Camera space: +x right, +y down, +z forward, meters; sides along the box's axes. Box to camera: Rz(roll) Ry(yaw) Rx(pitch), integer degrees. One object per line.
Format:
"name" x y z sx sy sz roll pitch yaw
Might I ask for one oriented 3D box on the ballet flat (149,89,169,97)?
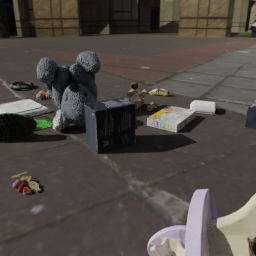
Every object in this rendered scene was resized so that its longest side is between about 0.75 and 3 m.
"ballet flat" 1.544 -1.807 13.959 1.082 0.341 0.371 9 24 22

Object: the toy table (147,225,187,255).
"toy table" 0.679 1.978 4.395 0.846 0.920 0.539 40 26 -7

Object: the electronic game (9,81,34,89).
"electronic game" -5.774 -2.305 15.231 1.277 0.266 1.277 1 23 0

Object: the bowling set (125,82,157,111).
"bowling set" 0.479 -1.435 12.091 1.709 1.189 0.917 11 24 16

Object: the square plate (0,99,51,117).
"square plate" -4.513 -0.803 11.658 1.939 0.278 1.957 -20 30 -38

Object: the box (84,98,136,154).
"box" -0.533 -0.111 8.584 1.377 1.354 0.808 -13 26 -29

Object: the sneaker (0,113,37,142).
"sneaker" -4.237 -0.165 9.221 2.506 0.978 1.067 0 22 1

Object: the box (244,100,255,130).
"box" 5.097 -0.434 10.051 1.354 0.841 1.365 14 26 34

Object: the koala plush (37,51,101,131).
"koala plush" -1.888 -1.078 10.483 2.407 2.494 2.714 -15 47 -14

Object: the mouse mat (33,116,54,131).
"mouse mat" -3.298 -0.194 10.505 1.012 0.047 1.257 -19 30 -38

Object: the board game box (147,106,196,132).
"board game box" 1.675 -0.386 10.598 1.193 0.304 1.775 14 27 30

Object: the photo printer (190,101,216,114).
"photo printer" 3.126 -0.879 11.717 1.018 0.354 0.847 7 24 16

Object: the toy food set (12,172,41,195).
"toy food set" -2.458 1.371 6.679 0.519 0.128 0.816 -16 35 -33

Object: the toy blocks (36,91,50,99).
"toy blocks" -4.028 -1.557 13.439 0.650 0.283 0.780 0 23 1

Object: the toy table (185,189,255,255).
"toy table" 1.586 1.668 3.948 1.240 1.946 2.117 -8 31 24
